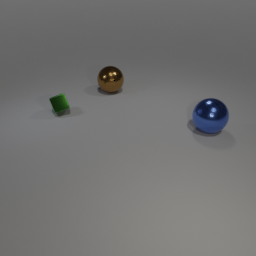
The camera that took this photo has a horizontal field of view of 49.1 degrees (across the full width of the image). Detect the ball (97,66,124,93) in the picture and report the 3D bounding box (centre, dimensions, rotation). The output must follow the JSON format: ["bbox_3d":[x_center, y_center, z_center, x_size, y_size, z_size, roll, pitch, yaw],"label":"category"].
[{"bbox_3d":[-0.910,-2.540,14.655,1.400,1.400,1.400,0,30,0],"label":"ball"}]

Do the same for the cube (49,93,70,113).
[{"bbox_3d":[-3.063,-1.126,12.550,0.700,0.700,0.700,-23,13,-10],"label":"cube"}]

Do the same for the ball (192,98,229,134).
[{"bbox_3d":[3.250,-0.481,11.048,1.400,1.400,1.400,0,30,0],"label":"ball"}]
